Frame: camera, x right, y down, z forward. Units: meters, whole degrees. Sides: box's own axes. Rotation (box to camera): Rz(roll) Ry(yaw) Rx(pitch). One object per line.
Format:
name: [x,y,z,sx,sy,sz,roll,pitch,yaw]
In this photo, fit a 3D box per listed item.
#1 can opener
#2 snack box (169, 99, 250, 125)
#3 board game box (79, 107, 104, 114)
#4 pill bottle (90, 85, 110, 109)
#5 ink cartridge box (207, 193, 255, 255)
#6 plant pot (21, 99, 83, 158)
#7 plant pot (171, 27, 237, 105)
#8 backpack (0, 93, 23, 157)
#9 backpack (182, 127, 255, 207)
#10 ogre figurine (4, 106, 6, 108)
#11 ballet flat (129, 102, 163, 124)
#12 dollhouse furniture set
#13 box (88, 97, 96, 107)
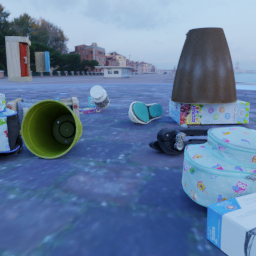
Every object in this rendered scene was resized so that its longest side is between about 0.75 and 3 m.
can opener: [1.617,0.228,6.945,2.193,0.695,0.862,-5,12,-23]
snack box: [3.128,-0.723,11.259,2.598,0.879,2.191,0,11,-3]
board game box: [-1.944,-0.862,13.774,0.804,0.216,1.339,15,18,39]
pill bottle: [-1.336,-1.450,13.272,0.750,0.750,1.327,1,-16,7]
ink cartridge box: [1.486,1.147,2.907,0.792,0.457,1.092,-5,12,-24]
plant pot: [-1.707,0.034,6.914,1.329,1.329,1.280,1,-1,6]
plant pot: [2.824,-2.309,10.413,2.436,2.606,2.436,-2,12,0]
backpack: [-3.663,-0.068,6.297,2.097,1.541,1.919,-11,11,-28]
backpack: [1.548,0.594,4.136,1.468,1.126,1.291,-6,17,-3]
ogre figurine: [-4.690,-0.470,10.151,1.145,0.937,1.910,31,43,34]
ballet flat: [0.542,-0.559,11.025,0.880,0.880,2.535,7,9,30]
dollhouse furniture set: [-2.664,-1.329,8.915,2.090,2.965,2.078,-3,12,-13]
box: [-1.653,-1.459,15.402,0.877,0.524,2.132,0,6,-1]
